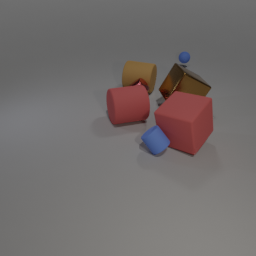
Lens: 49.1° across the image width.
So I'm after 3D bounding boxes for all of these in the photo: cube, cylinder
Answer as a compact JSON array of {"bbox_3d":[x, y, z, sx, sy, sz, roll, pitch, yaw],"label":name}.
[{"bbox_3d":[2.368,-1.670,11.892,1.400,1.400,1.400,23,24,-20],"label":"cube"},{"bbox_3d":[0.487,-1.816,12.836,0.700,0.700,0.700,-33,16,29],"label":"cylinder"},{"bbox_3d":[-0.020,-0.925,11.058,1.400,1.400,1.400,-9,31,-15],"label":"cylinder"},{"bbox_3d":[0.575,-2.514,13.719,1.400,1.400,1.400,11,32,15],"label":"cylinder"},{"bbox_3d":[1.914,-0.209,9.441,1.400,1.400,1.400,17,47,36],"label":"cube"},{"bbox_3d":[0.905,0.391,9.222,0.700,0.700,0.700,-37,10,7],"label":"cylinder"}]

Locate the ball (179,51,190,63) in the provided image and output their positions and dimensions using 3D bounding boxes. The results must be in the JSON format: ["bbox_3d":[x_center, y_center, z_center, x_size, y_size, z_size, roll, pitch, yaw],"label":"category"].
[{"bbox_3d":[3.417,-4.272,16.961,0.700,0.700,0.700,0,30,0],"label":"ball"}]
